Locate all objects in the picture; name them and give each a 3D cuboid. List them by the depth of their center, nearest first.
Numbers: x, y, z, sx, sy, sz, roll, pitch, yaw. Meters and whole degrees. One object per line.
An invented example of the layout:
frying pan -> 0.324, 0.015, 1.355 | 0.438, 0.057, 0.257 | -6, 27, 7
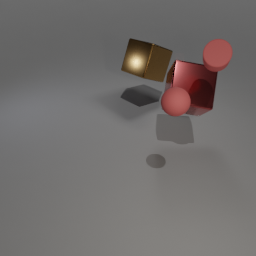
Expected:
ball -> 1.138, -0.627, 6.707 | 0.700, 0.700, 0.700 | 0, 33, 0
cylinder -> 2.289, -1.855, 7.219 | 0.700, 0.700, 0.700 | 9, 4, 14
cube -> 2.015, -1.279, 9.353 | 1.400, 1.400, 1.400 | 10, -7, -1
cube -> 0.799, -2.877, 11.979 | 1.400, 1.400, 1.400 | 28, 18, 39
